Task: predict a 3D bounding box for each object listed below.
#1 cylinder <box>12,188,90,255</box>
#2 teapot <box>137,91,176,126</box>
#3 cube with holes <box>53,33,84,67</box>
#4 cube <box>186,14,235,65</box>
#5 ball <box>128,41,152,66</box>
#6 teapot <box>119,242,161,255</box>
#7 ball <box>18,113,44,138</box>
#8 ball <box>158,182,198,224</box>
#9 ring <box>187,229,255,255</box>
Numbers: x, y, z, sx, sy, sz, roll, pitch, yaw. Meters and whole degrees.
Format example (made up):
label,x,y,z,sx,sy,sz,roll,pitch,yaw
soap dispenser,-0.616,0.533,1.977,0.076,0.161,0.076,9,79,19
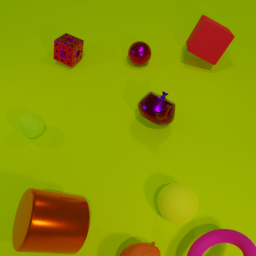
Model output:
label,x,y,z,sx,sy,sz,roll,pitch,yaw
cylinder,-1.595,1.942,5.821,1.214,1.214,1.214,19,43,-31
teapot,0.899,-0.620,8.117,1.152,0.907,1.853,23,14,-13
cube with holes,-2.149,-2.830,10.147,0.768,0.768,0.768,25,44,9
cube,2.861,-3.131,9.923,1.147,1.147,1.147,26,32,-8
ball,0.424,-2.713,10.193,0.872,0.872,0.872,0,50,0
teapot,0.208,2.778,5.689,1.542,0.959,0.755,-20,7,-40
ball,-2.802,-0.078,8.107,0.720,0.720,0.720,0,50,0
ball,1.150,1.733,6.487,0.927,0.927,0.927,0,50,0
ring,1.744,2.482,5.251,1.384,0.277,1.384,-25,21,10
